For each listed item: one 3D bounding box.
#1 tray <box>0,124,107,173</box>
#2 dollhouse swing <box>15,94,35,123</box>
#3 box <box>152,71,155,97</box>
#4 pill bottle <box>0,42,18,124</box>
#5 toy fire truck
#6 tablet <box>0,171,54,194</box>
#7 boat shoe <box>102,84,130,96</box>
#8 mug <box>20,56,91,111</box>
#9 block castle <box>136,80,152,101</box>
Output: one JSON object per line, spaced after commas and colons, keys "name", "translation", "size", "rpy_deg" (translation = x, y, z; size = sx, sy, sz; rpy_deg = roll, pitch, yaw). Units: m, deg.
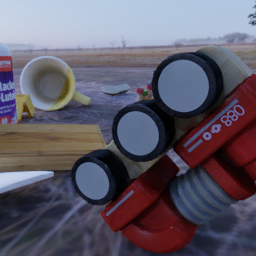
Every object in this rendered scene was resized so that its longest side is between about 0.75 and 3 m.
{"name": "tray", "translation": [-1.516, 0.316, 5.141], "size": [2.149, 0.398, 1.060], "rpy_deg": [0, 29, -18]}
{"name": "dollhouse swing", "translation": [-3.861, -0.375, 8.955], "size": [1.412, 1.241, 1.283], "rpy_deg": [-2, -27, -6]}
{"name": "box", "translation": [1.879, -0.949, 8.482], "size": [2.148, 1.589, 1.120], "rpy_deg": [11, 17, 33]}
{"name": "pill bottle", "translation": [-3.719, -1.267, 6.931], "size": [1.656, 2.973, 1.656], "rpy_deg": [0, 15, 0]}
{"name": "toy fire truck", "translation": [0.961, 0.597, 2.993], "size": [2.344, 2.064, 1.508], "rpy_deg": [48, 28, 9]}
{"name": "tablet", "translation": [-2.124, 0.748, 3.809], "size": [1.873, 0.128, 1.219], "rpy_deg": [-6, -1, 17]}
{"name": "boat shoe", "translation": [-0.643, -1.897, 14.562], "size": [1.732, 0.493, 0.579], "rpy_deg": [-16, 60, -39]}
{"name": "mug", "translation": [-2.949, -1.520, 11.218], "size": [1.969, 2.458, 2.018], "rpy_deg": [-35, 11, -5]}
{"name": "block castle", "translation": [1.205, -1.662, 12.657], "size": [1.244, 0.874, 1.862], "rpy_deg": [6, 15, 20]}
